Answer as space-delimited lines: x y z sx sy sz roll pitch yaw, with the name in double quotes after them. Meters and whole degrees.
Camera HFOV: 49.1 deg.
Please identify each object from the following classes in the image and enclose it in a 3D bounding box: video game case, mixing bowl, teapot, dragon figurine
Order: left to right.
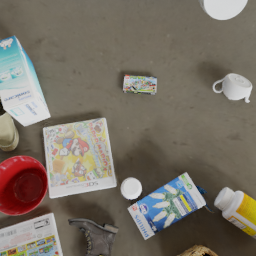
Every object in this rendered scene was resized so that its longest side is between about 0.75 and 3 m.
-3.066 1.703 8.234 1.660 0.899 1.660 0 73 0 "mixing bowl"
-2.839 3.489 8.048 1.744 0.200 1.587 -17 73 -6 "video game case"
-1.546 0.898 8.824 2.043 0.257 2.245 -10 73 -3 "video game case"
2.104 1.977 8.400 1.356 0.399 0.674 28 77 12 "dragon figurine"
3.511 -1.282 9.291 0.995 0.737 1.009 -14 51 -34 "teapot"

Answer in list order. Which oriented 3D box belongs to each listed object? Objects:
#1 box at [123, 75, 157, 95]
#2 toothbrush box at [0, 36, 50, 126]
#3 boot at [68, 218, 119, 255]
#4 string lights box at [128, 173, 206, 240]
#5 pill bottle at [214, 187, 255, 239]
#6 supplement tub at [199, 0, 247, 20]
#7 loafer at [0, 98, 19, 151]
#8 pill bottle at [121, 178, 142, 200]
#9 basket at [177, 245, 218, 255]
0.412 -1.486 9.605 1.121 0.195 0.617 4 73 1 "box"
-3.403 -1.411 8.822 0.962 1.651 2.255 -22 75 -7 "toothbrush box"
-1.077 3.352 7.895 1.635 0.566 1.423 14 72 2 "boot"
1.102 2.208 8.004 1.961 0.578 1.008 -33 75 6 "string lights box"
3.365 2.435 7.997 1.667 0.911 0.911 34 76 10 "pill bottle"
2.380 -3.568 7.123 1.187 1.187 1.633 8 44 2 "supplement tub"
-4.028 -0.160 8.953 0.710 0.641 1.877 -18 73 -6 "loafer"
0.087 1.765 8.122 0.596 1.074 0.596 0 73 0 "pill bottle"
2.128 4.188 7.104 1.511 1.577 2.117 -27 74 -8 "basket"
